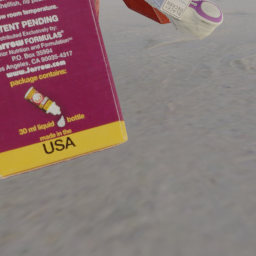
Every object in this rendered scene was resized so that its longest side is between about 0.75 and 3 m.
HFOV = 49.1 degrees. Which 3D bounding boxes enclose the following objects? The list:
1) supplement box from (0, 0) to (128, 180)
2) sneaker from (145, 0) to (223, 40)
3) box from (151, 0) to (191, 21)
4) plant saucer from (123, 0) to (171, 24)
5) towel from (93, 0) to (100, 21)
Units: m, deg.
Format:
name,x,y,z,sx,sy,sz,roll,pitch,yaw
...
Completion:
name,x,y,z,sx,sy,sz,roll,pitch,yaw
supplement box,-1.155,-1.046,3.508,1.440,2.791,1.827,-15,7,-10
sneaker,1.289,-3.142,7.631,2.391,1.191,0.895,27,69,-4
box,1.238,-3.430,6.028,0.560,1.863,1.087,17,33,-22
plant saucer,0.349,-4.249,9.176,2.080,0.382,2.076,38,6,26
towel,-1.695,-2.956,5.615,2.533,1.825,0.288,20,40,10
